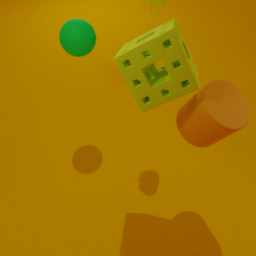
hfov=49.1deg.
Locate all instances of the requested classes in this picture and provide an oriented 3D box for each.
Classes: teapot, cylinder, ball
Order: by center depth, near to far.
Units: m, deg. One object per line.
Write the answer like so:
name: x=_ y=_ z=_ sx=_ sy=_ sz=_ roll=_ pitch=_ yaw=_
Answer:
cylinder: x=1.457 y=-0.224 z=4.904 sx=0.919 sy=0.919 sz=0.919 roll=8 pitch=66 yaw=-18
teapot: x=0.472 y=-2.623 z=5.215 sx=0.520 sy=1.062 sz=0.661 roll=-3 pitch=7 yaw=20
ball: x=-1.104 y=-1.983 z=6.172 sx=0.812 sy=0.812 sz=0.812 roll=0 pitch=53 yaw=0

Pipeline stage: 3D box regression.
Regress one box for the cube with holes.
cube with holes: x=0.499 y=-1.027 z=4.537 sx=0.966 sy=0.966 sz=0.966 roll=-21 pitch=23 yaw=22
